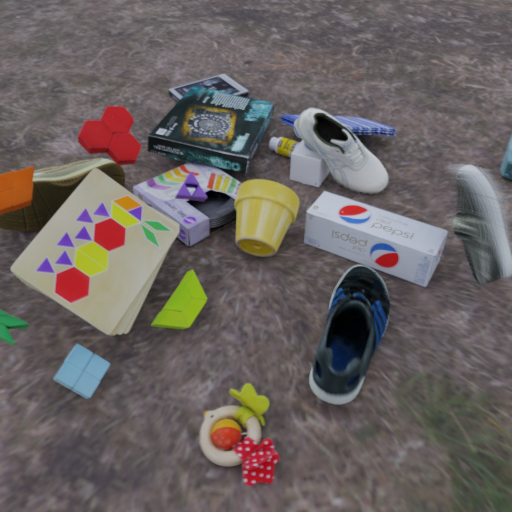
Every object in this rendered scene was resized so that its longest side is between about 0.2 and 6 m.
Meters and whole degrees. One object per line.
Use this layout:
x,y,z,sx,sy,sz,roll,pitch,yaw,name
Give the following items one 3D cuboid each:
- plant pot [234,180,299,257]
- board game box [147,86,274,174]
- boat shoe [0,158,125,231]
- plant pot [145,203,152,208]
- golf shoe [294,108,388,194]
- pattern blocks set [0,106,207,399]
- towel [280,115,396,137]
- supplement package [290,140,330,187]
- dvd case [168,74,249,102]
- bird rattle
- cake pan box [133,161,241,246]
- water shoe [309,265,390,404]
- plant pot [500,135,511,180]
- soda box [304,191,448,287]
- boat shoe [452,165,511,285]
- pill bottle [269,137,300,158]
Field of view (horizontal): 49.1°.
0.117,-0.638,10.402,1.191,1.191,1.120,10,68,10,plant pot
-0.930,-3.068,13.202,2.244,0.467,3.318,14,36,4,board game box
-4.126,-1.349,11.440,2.858,1.042,0.899,-29,40,-29,boat shoe
-2.431,-0.342,10.206,1.136,1.278,1.281,-3,41,-20,plant pot
1.829,-2.108,11.548,2.401,0.940,1.167,36,0,-10,golf shoe
-2.437,-0.124,9.004,3.723,0.343,4.236,44,59,-9,pattern blocks set
1.916,-3.082,13.321,2.332,0.278,1.689,-4,24,-22,towel
1.317,-2.197,12.535,0.720,0.711,1.187,18,45,19,supplement package
-1.311,-4.465,15.377,1.792,0.222,1.347,-24,47,-24,dvd case
-0.235,2.487,7.653,1.062,0.734,1.302,-9,55,6,bird rattle
-1.231,-1.151,11.524,1.828,0.519,1.985,-31,51,-29,cake pan box
1.604,0.974,8.674,0.993,1.096,2.777,17,46,7,water shoe
5.858,-2.077,12.397,0.803,0.801,0.818,24,55,24,plant pot
2.174,-0.351,10.455,2.478,0.789,0.844,22,45,21,soda box
3.671,-0.496,9.351,0.642,2.016,0.713,-21,4,-5,boat shoe
0.684,-2.554,13.158,0.721,0.401,0.401,21,46,23,pill bottle
